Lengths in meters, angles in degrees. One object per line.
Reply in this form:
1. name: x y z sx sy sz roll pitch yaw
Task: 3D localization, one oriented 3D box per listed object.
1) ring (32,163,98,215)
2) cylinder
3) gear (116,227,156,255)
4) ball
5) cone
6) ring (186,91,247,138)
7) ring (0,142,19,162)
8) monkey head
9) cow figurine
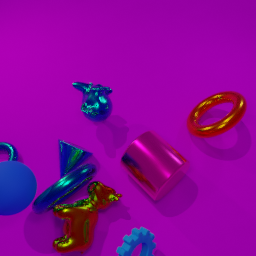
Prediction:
1. ring: -1.520 1.480 6.895 1.826 1.826 0.365 -35 82 -20
2. cylinder: 0.712 0.977 7.459 1.349 1.349 1.349 -37 64 -22
3. gear: 0.178 2.743 6.105 0.204 1.105 1.105 12 52 44
4. ball: -2.647 1.327 6.224 1.195 1.195 1.195 0 57 0
5. cone: -1.692 1.012 7.948 1.083 1.083 1.087 22 86 14
6. ring: 2.599 -0.427 8.358 1.877 0.375 1.877 -31 26 17
7. ring: -3.799 0.947 8.056 1.297 0.259 1.297 -4 52 5
8. monkey head: -1.078 -0.763 8.200 1.308 1.818 1.096 15 90 8
9. cow figurine: -0.964 2.175 6.901 1.684 0.940 1.712 3 77 -25
